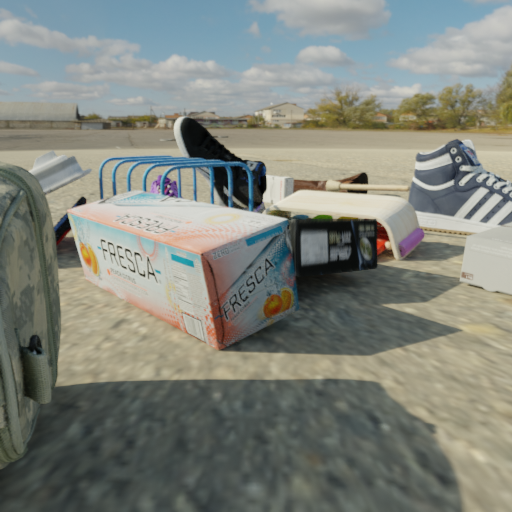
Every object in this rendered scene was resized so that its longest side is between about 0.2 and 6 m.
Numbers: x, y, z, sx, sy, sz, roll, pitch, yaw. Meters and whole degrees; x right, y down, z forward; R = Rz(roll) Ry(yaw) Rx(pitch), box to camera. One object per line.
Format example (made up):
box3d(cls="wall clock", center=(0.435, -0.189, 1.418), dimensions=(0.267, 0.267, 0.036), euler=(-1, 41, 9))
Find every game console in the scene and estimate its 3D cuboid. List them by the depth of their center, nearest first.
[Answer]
box3d(cls="game console", center=(-3.773, -0.667, 9.726), dimensions=(0.983, 1.428, 1.657), euler=(42, -1, -21))

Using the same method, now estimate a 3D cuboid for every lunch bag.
box3d(cls="lunch bag", center=(-2.542, 0.450, 3.159), dimensions=(2.700, 1.881, 2.265), euler=(-4, 12, -16))

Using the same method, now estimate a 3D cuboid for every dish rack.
box3d(cls="dish rack", center=(-4.144, -0.991, 9.291), dimensions=(2.674, 0.582, 2.295), euler=(-32, 16, -18))

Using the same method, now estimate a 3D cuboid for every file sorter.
box3d(cls="file sorter", center=(-1.402, -0.847, 9.424), dimensions=(1.753, 1.550, 2.527), euler=(-11, 18, -36))

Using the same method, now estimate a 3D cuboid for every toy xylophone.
box3d(cls="toy xylophone", center=(1.577, -0.697, 9.988), dimensions=(2.960, 0.744, 2.167), euler=(14, 30, 41))

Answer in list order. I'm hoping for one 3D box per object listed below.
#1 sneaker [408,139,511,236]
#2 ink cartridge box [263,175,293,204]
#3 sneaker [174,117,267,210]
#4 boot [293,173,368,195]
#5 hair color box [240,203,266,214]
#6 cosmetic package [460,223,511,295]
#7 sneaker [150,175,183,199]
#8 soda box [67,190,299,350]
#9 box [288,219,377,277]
box3d(cls="sneaker", center=(4.546, -1.309, 10.755), dimensions=(3.333, 1.808, 1.168), euler=(9, 16, 33))
box3d(cls="ink cartridge box", center=(0.516, -1.790, 15.152), dimensions=(0.989, 0.726, 0.410), euler=(14, 18, 42))
box3d(cls="sneaker", center=(-0.544, -1.951, 11.357), dimensions=(1.316, 2.353, 0.860), euler=(-6, 45, 34))
box3d(cls="boot", center=(2.039, -2.068, 16.621), dimensions=(2.220, 0.713, 2.069), euler=(3, 11, 31))
box3d(cls="hair color box", center=(-0.292, -0.996, 12.382), dimensions=(0.904, 0.293, 0.494), euler=(9, 44, 33))
box3d(cls="cosmetic package", center=(3.562, 0.006, 7.649), dimensions=(0.870, 0.735, 1.629), euler=(16, 18, 40))
box3d(cls="sneaker", center=(-2.010, -1.238, 12.253), dimensions=(0.965, 0.998, 2.392), euler=(-6, 15, -21))
box3d(cls="soda box", center=(-1.019, -0.023, 6.653), dimensions=(1.135, 1.055, 3.318), euler=(-23, 25, -34))
box3d(cls="box", center=(0.628, -0.135, 7.528), dimensions=(1.612, 0.694, 1.320), euler=(-4, 4, -42))
